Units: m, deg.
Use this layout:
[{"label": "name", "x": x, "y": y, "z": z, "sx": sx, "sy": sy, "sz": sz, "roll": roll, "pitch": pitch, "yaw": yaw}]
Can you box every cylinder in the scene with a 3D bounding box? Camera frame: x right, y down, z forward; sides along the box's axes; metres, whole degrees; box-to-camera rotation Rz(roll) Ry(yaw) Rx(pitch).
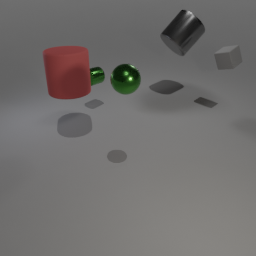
[{"label": "cylinder", "x": -1.444, "y": -2.146, "z": 11.650, "sx": 0.700, "sy": 0.700, "sz": 0.700, "roll": 22, "pitch": 32, "yaw": 32}, {"label": "cylinder", "x": -1.930, "y": -1.804, "z": 8.994, "sx": 1.400, "sy": 1.400, "sz": 1.400, "roll": -1, "pitch": 27, "yaw": 0}, {"label": "cylinder", "x": 2.361, "y": -4.106, "z": 12.165, "sx": 1.400, "sy": 1.400, "sz": 1.400, "roll": -49, "pitch": 38, "yaw": 5}]

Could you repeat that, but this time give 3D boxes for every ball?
[{"label": "ball", "x": -0.053, "y": -1.114, "z": 6.410, "sx": 0.700, "sy": 0.700, "sz": 0.700, "roll": 0, "pitch": 30, "yaw": 0}]

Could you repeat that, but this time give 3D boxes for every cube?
[{"label": "cube", "x": 3.933, "y": -2.758, "z": 10.983, "sx": 0.700, "sy": 0.700, "sz": 0.700, "roll": -36, "pitch": 27, "yaw": -28}]
